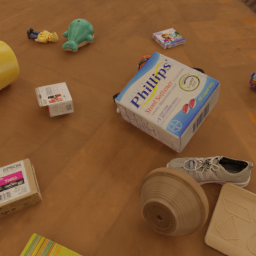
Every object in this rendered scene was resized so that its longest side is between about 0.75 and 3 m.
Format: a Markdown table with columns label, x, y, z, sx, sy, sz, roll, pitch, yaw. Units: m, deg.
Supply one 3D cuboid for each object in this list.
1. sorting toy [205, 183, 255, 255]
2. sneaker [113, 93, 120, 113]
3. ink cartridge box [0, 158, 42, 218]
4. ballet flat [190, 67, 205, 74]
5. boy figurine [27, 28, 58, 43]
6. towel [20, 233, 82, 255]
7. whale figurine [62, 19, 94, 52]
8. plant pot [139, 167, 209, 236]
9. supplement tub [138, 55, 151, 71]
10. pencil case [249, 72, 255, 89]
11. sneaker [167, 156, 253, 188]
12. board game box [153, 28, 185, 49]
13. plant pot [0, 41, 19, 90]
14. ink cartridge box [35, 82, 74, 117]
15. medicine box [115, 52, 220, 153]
| label | x | y | z | sx | sy | sz | roll | pitch | yaw |
| --- | --- | --- | --- | --- | --- | --- | --- | --- | --- |
| sorting toy | 3.138 | 2.784 | 8.599 | 2.879 | 0.424 | 2.128 | 24 | 58 | 15 |
| sneaker | -0.419 | -1.107 | 11.979 | 0.635 | 0.438 | 1.142 | 21 | 48 | 10 |
| ink cartridge box | -3.888 | 1.986 | 9.135 | 1.791 | 0.673 | 1.475 | -20 | 53 | -15 |
| ballet flat | 2.816 | -2.702 | 13.474 | 1.726 | 0.574 | 0.490 | 16 | 7 | 13 |
| boy figurine | -4.672 | -5.042 | 15.380 | 1.705 | 0.549 | 1.060 | 13 | 47 | 14 |
| towel | -1.807 | 3.966 | 7.736 | 2.641 | 0.238 | 1.137 | 18 | 56 | 14 |
| whale figurine | -2.702 | -4.965 | 14.896 | 1.757 | 1.146 | 2.208 | 15 | 52 | 13 |
| plant pot | 1.080 | 2.238 | 7.823 | 2.098 | 2.098 | 0.968 | 29 | 32 | 23 |
| supplement tub | 0.961 | -2.596 | 12.945 | 0.966 | 0.966 | 1.577 | -4 | 49 | -3 |
| pencil case | 6.464 | -1.729 | 12.154 | 0.924 | 1.029 | 2.369 | -24 | 53 | -33 |
| sneaker | 2.731 | 1.269 | 9.429 | 2.835 | 1.162 | 1.059 | 2 | 49 | 2 |
| board game box | 2.249 | -4.946 | 15.459 | 1.322 | 0.272 | 1.319 | -22 | 52 | -18 |
| plant pot | -6.314 | -2.464 | 11.766 | 2.935 | 2.935 | 2.761 | 29 | 40 | 23 |
| ink cartridge box | -3.090 | -1.186 | 11.713 | 1.312 | 0.627 | 1.495 | -13 | 42 | -16 |
| medicine box | 1.498 | -1.024 | 10.705 | 2.921 | 1.503 | 2.660 | 32 | 75 | 24 |
